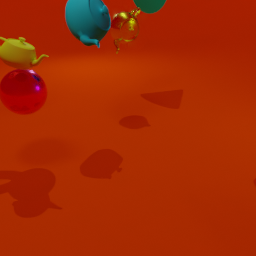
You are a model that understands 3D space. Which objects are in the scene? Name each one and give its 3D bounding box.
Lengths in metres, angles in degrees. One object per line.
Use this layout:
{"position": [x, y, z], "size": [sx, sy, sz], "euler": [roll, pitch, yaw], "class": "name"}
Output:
{"position": [-1.967, -1.387, 5.149], "size": [1.061, 0.520, 0.660], "euler": [25, 23, 3], "class": "teapot"}
{"position": [-0.824, -2.431, 6.283], "size": [0.874, 1.785, 1.110], "euler": [-14, -27, 31], "class": "teapot"}
{"position": [-0.069, -2.860, 8.196], "size": [0.899, 1.446, 0.708], "euler": [22, 14, -40], "class": "teapot"}
{"position": [1.243, -5.148, 10.201], "size": [1.646, 1.646, 1.652], "euler": [22, 38, 36], "class": "cone"}
{"position": [-2.133, -0.735, 5.728], "size": [0.936, 0.936, 0.936], "euler": [0, 28, 0], "class": "ball"}
